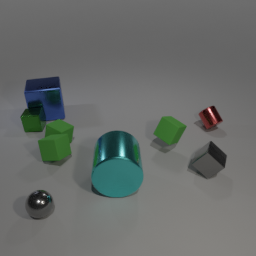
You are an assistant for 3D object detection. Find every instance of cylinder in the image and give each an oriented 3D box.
[{"bbox_3d":[-0.307,1.002,8.022,1.400,1.400,1.400,-1,30,-2],"label":"cylinder"},{"bbox_3d":[3.210,-0.402,10.882,0.700,0.700,0.700,-18,74,-28],"label":"cylinder"}]

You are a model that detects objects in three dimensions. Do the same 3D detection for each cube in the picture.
[{"bbox_3d":[-2.433,0.201,9.910,0.700,0.700,0.700,24,28,19],"label":"cube"},{"bbox_3d":[-3.690,-0.323,10.959,0.700,0.700,0.700,-4,31,0],"label":"cube"},{"bbox_3d":[-3.478,-1.224,11.810,1.400,1.400,1.400,-9,31,-11],"label":"cube"},{"bbox_3d":[-2.361,0.624,9.071,0.700,0.700,0.700,-4,12,25],"label":"cube"},{"bbox_3d":[1.420,0.069,9.440,0.700,0.700,0.700,36,21,26],"label":"cube"},{"bbox_3d":[2.475,0.966,8.506,0.700,0.700,0.700,42,36,-1],"label":"cube"}]

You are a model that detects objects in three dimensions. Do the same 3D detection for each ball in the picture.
[{"bbox_3d":[-2.254,1.933,7.141,0.700,0.700,0.700,0,30,0],"label":"ball"}]
